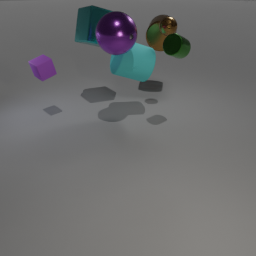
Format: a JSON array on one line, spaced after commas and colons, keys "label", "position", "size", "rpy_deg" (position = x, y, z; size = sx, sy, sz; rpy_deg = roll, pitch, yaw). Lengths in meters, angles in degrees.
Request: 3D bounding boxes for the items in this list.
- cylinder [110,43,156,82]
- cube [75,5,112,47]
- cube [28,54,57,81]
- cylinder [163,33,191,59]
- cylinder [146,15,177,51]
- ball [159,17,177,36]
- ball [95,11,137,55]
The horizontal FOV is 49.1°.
[{"label": "cylinder", "position": [0.172, -2.680, 11.185], "size": [1.400, 1.400, 1.400], "rpy_deg": [10, 23, -24]}, {"label": "cube", "position": [-1.290, -4.228, 11.844], "size": [1.400, 1.400, 1.400], "rpy_deg": [1, 14, -33]}, {"label": "cube", "position": [-3.406, -2.408, 11.195], "size": [0.700, 0.700, 0.700], "rpy_deg": [-36, 47, -25]}, {"label": "cylinder", "position": [1.605, -2.682, 9.202], "size": [0.700, 0.700, 0.700], "rpy_deg": [20, 14, 33]}, {"label": "cylinder", "position": [1.621, -4.576, 13.461], "size": [1.400, 1.400, 1.400], "rpy_deg": [5, 34, 8]}, {"label": "ball", "position": [1.546, -3.904, 10.753], "size": [0.700, 0.700, 0.700], "rpy_deg": [0, 28, 0]}, {"label": "ball", "position": [-0.386, -3.156, 9.380], "size": [1.400, 1.400, 1.400], "rpy_deg": [0, 28, 0]}]
